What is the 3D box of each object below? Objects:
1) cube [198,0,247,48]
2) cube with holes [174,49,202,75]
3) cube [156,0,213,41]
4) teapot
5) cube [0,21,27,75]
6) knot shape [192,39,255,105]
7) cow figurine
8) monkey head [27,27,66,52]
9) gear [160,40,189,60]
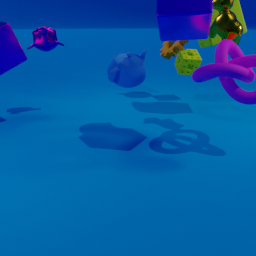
[{"bbox_3d":[3.038,-3.585,9.545,1.257,1.257,1.257,-22,13,2],"label":"cube"},{"bbox_3d":[2.474,-2.733,11.610,0.772,0.772,0.772,1,46,-11],"label":"cube with holes"},{"bbox_3d":[1.332,-2.899,6.639,1.193,1.193,1.193,1,-10,11],"label":"cube"},{"bbox_3d":[0.027,-1.748,7.974,1.117,0.879,1.796,33,48,20],"label":"teapot"},{"bbox_3d":[-4.030,-2.393,8.414,1.191,1.191,1.191,25,55,40],"label":"cube"},{"bbox_3d":[2.763,-1.356,6.911,2.002,0.925,1.873,-31,52,-31],"label":"knot shape"},{"bbox_3d":[2.793,-3.080,7.846,0.755,1.354,1.376,-10,50,-20],"label":"cow figurine"},{"bbox_3d":[-2.782,-2.977,9.414,1.317,0.794,0.948,-9,15,-13],"label":"monkey head"},{"bbox_3d":[1.677,-3.047,9.990,0.238,1.285,1.285,33,10,-24],"label":"gear"}]
